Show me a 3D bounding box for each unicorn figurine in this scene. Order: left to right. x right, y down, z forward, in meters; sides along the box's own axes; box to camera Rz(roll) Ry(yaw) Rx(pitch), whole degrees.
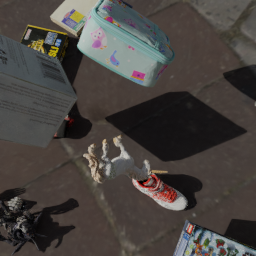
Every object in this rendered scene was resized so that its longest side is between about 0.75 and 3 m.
[{"bbox_3d":[-0.114,0.602,4.951,1.353,0.499,0.929,-18,84,-28],"label":"unicorn figurine"}]

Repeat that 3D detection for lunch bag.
[{"bbox_3d":[0.060,-1.940,6.121,1.949,0.937,2.431,25,31,-12],"label":"lunch bag"}]

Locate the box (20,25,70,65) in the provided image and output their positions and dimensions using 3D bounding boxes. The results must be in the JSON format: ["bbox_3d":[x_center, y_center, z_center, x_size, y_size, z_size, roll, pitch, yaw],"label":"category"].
[{"bbox_3d":[-2.970,-2.463,9.479,1.489,0.460,1.864,15,73,3],"label":"box"}]

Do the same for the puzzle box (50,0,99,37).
[{"bbox_3d":[-1.764,-4.299,10.163,1.228,0.235,1.846,35,76,10],"label":"puzzle box"}]

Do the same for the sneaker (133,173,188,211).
[{"bbox_3d":[0.920,1.784,7.875,1.766,0.947,0.590,29,75,9],"label":"sneaker"}]

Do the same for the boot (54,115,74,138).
[{"bbox_3d":[-2.357,-0.626,8.805,1.363,0.684,1.890,0,81,0],"label":"boot"}]

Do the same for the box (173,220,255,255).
[{"bbox_3d":[2.476,3.833,6.929,2.995,0.597,2.051,24,82,-8],"label":"box"}]

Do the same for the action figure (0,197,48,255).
[{"bbox_3d":[-3.275,2.525,7.586,2.181,1.113,1.296,25,64,9],"label":"action figure"}]

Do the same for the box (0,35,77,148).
[{"bbox_3d":[-2.519,-0.838,6.393,1.606,1.875,1.865,-53,45,23],"label":"box"}]
